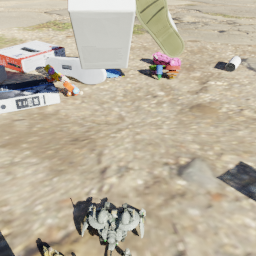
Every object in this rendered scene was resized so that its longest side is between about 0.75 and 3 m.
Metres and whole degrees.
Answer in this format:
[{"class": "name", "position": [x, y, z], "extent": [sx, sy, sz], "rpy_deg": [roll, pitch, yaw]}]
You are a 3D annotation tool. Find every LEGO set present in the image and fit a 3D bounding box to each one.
[{"class": "LEGO set", "position": [-0.454, 1.734, 4.706], "extent": [1.257, 0.548, 1.935], "rpy_deg": [21, 37, 31]}]

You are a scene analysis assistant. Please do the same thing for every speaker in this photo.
[{"class": "speaker", "position": [4.621, -2.810, 12.280], "extent": [0.431, 0.431, 1.061], "rpy_deg": [16, 35, 25]}]

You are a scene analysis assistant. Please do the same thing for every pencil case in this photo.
[{"class": "pencil case", "position": [1.687, -2.979, 12.402], "extent": [1.347, 0.611, 0.631], "rpy_deg": [31, 1, 44]}]

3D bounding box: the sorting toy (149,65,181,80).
[{"class": "sorting toy", "position": [1.429, -2.250, 11.376], "extent": [1.399, 0.574, 0.841], "rpy_deg": [10, 16, 39]}]

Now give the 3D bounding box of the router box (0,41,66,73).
[{"class": "router box", "position": [-4.544, -3.369, 13.025], "extent": [2.189, 0.596, 2.439], "rpy_deg": [20, 37, 30]}]

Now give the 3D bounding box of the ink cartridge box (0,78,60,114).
[{"class": "ink cartridge box", "position": [-3.745, -1.053, 9.335], "extent": [2.677, 0.525, 1.331], "rpy_deg": [-15, 35, -21]}]

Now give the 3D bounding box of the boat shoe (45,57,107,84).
[{"class": "boat shoe", "position": [-1.960, -2.360, 11.149], "extent": [2.604, 0.923, 0.909], "rpy_deg": [11, 23, 18]}]

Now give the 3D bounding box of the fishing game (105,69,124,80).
[{"class": "fishing game", "position": [-0.712, -2.250, 11.629], "extent": [1.130, 0.176, 0.809], "rpy_deg": [26, 40, 24]}]

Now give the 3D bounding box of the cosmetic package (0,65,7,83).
[{"class": "cosmetic package", "position": [-5.354, -1.925, 10.661], "extent": [0.773, 0.653, 1.448], "rpy_deg": [7, 29, 10]}]

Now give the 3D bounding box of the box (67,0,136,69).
[{"class": "box", "position": [-0.491, -2.177, 5.374], "extent": [1.056, 1.347, 2.166], "rpy_deg": [-2, -12, -5]}]

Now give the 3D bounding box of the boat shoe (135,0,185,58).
[{"class": "boat shoe", "position": [0.826, -3.413, 8.690], "extent": [1.015, 2.716, 0.929], "rpy_deg": [-31, 38, 7]}]

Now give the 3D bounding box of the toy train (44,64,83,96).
[{"class": "toy train", "position": [-2.451, -1.653, 10.136], "extent": [0.517, 1.395, 1.858], "rpy_deg": [-51, 34, 1]}]
